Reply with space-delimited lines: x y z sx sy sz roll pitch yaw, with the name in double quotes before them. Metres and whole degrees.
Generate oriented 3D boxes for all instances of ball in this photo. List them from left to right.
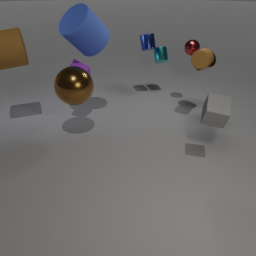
"ball" -1.932 -1.510 10.053 1.400 1.400 1.400 0 28 0
"ball" 2.864 -3.585 12.502 0.700 0.700 0.700 0 28 0

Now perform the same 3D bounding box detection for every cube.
"cube" -1.971 -2.163 11.129 0.700 0.700 0.700 28 77 4
"cube" 2.631 -0.518 8.369 0.700 0.700 0.700 13 58 5

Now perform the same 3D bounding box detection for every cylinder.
"cylinder" -4.595 -2.937 10.469 1.400 1.400 1.400 -14 31 -13
"cylinder" -1.636 -3.666 10.582 1.400 1.400 1.400 25 -6 38
"cylinder" 0.953 -4.112 13.424 0.700 0.700 0.700 -9 10 2
"cylinder" 1.667 -3.705 14.223 0.700 0.700 0.700 -8 1 0
"cylinder" 2.881 -2.686 10.825 0.700 0.700 0.700 15 27 26
"cylinder" 3.171 -2.802 11.668 0.700 0.700 0.700 -14 3 -25
